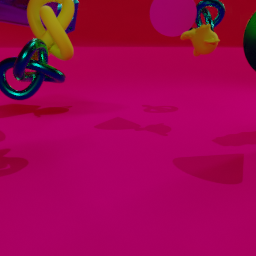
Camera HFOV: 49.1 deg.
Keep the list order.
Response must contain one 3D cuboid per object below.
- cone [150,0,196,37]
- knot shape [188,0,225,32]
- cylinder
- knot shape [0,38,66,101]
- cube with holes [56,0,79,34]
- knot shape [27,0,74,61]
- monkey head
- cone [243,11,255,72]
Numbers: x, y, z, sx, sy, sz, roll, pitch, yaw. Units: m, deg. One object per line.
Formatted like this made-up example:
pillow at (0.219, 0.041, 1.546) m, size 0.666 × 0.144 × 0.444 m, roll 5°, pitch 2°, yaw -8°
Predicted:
cone at (1.268, -3.331, 7.671) m, size 1.196 × 1.196 × 1.201 m, roll 4°, pitch 42°, yaw 11°
knot shape at (2.539, -3.401, 9.244) m, size 0.688 × 1.393 × 1.489 m, roll -26°, pitch 9°, yaw -31°
cylinder at (-2.328, -2.911, 6.190) m, size 1.248 × 1.248 × 1.248 m, roll -1°, pitch 15°, yaw -33°
knot shape at (-1.655, -1.024, 4.799) m, size 1.178 × 1.103 × 0.544 m, roll -14°, pitch 63°, yaw -26°
cube with holes at (-2.526, -3.779, 8.943) m, size 1.269 × 1.269 × 1.269 m, roll -35°, pitch -9°, yaw -26°
knot shape at (-1.381, -1.729, 5.038) m, size 0.671 × 1.453 × 1.360 m, roll 4°, pitch 25°, yaw -36°
monkey head at (1.826, -2.199, 7.139) m, size 0.855 × 0.716 × 1.188 m, roll -16°, pitch 0°, yaw -9°
cone at (3.116, -1.675, 5.124) m, size 1.367 × 1.361 × 1.361 m, roll -18°, pitch 25°, yaw -31°
